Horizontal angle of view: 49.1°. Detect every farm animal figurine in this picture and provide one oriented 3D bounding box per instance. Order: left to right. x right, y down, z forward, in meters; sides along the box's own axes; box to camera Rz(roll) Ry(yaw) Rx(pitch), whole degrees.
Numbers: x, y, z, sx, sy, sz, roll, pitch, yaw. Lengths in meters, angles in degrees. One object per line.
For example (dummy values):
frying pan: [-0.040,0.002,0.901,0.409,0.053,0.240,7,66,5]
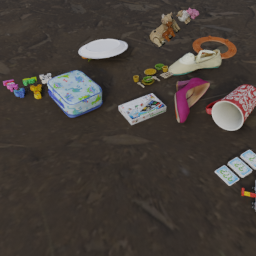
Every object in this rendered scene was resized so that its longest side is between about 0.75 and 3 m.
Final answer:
farm animal figurine: [1.280,-3.096,8.252,1.374,1.109,0.691,-45,99,-17]

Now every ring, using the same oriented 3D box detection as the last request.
ring: [4.298,-4.058,13.891,2.137,0.205,2.137,-1,45,0]

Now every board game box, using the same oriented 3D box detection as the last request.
board game box: [0.541,-0.733,10.490,1.529,0.265,0.965,-22,49,-21]

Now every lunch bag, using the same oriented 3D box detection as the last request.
lunch bag: [-2.059,-1.339,10.704,1.604,0.823,1.996,-29,52,-27]

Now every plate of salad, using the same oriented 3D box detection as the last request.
plate of salad: [-1.161,-3.659,13.244,2.336,0.561,2.336,-5,36,3]

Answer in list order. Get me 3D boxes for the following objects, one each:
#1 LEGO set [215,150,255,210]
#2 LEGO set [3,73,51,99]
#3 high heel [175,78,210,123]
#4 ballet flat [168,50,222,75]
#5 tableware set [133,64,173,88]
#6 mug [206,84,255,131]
LEGO set: [3.779,1.526,8.097,1.503,0.494,2.012,-25,50,-18]
LEGO set: [-3.808,-1.522,11.029,1.841,0.702,0.756,-17,50,-25]
high heel: [2.416,-1.107,10.356,1.293,0.907,2.689,-1,40,14]
ballet flat: [2.978,-2.994,12.373,2.535,0.880,0.880,-14,46,-13]
tableware set: [1.013,-2.333,12.025,1.691,0.260,1.139,-26,42,-19]
mug: [3.787,-0.906,10.093,1.516,1.139,1.708,33,50,27]
